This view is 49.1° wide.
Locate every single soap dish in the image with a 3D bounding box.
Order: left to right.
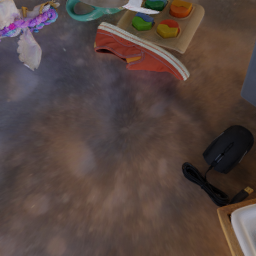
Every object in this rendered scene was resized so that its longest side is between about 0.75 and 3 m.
[{"bbox_3d":[3.110,2.649,5.148,2.192,1.132,2.787,-12,62,-6],"label":"soap dish"}]

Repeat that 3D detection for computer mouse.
[{"bbox_3d":[2.441,0.807,6.496,2.101,0.484,1.475,-35,66,-16],"label":"computer mouse"}]

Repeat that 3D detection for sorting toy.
[{"bbox_3d":[1.061,-3.480,8.811,2.271,0.414,2.102,23,64,12],"label":"sorting toy"}]

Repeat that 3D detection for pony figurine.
[{"bbox_3d":[-3.247,-2.908,7.933,2.332,1.942,2.251,0,52,17],"label":"pony figurine"}]

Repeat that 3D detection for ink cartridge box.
[{"bbox_3d":[-0.314,-3.301,6.462,2.193,0.740,1.277,13,19,-13],"label":"ink cartridge box"}]

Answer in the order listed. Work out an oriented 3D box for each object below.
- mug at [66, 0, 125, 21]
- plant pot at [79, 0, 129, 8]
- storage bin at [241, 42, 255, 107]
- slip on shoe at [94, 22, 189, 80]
[{"bbox_3d":[-0.577,-4.413,8.556,1.562,2.526,2.076,42,45,9],"label":"mug"},{"bbox_3d":[-0.450,-2.888,5.026,1.143,0.991,1.143,7,46,-7],"label":"plant pot"},{"bbox_3d":[3.851,-1.236,6.384,2.168,2.980,2.001,-39,57,-18],"label":"storage bin"},{"bbox_3d":[0.335,-1.962,7.795,2.897,1.073,0.886,27,97,9],"label":"slip on shoe"}]
